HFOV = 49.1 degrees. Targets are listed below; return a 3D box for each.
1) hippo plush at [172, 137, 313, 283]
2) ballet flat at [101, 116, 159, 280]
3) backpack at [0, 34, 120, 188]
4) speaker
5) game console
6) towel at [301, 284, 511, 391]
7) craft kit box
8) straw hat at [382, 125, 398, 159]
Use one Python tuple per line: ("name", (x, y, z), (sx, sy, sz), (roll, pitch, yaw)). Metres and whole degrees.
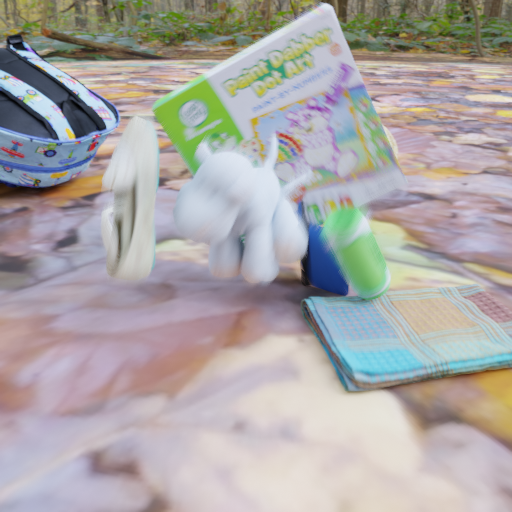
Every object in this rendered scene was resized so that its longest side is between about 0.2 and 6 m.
("hippo plush", (-0.130, -0.548, 6.825), (1.504, 1.888, 1.518), (45, 7, 19))
("ballet flat", (-1.434, -0.640, 6.280), (0.631, 1.872, 0.584), (5, 8, 45))
("backpack", (-5.135, -2.843, 12.229), (3.873, 2.605, 3.535), (30, 33, 12))
("speaker", (1.265, -0.022, 6.951), (0.542, 1.225, 0.542), (-21, 36, 16))
("game console", (0.922, -0.114, 7.777), (0.646, 1.091, 0.931), (-3, 38, 4))
("towel", (1.962, 0.845, 6.698), (2.523, 0.274, 1.850), (-6, 24, -11))
("craft kit box", (0.389, -1.646, 8.083), (2.747, 2.713, 0.666), (-26, 23, 13))
("straw hat", (0.953, -3.482, 12.720), (4.849, 2.052, 4.849), (0, 41, 0))
